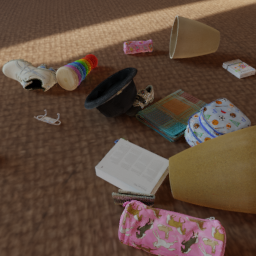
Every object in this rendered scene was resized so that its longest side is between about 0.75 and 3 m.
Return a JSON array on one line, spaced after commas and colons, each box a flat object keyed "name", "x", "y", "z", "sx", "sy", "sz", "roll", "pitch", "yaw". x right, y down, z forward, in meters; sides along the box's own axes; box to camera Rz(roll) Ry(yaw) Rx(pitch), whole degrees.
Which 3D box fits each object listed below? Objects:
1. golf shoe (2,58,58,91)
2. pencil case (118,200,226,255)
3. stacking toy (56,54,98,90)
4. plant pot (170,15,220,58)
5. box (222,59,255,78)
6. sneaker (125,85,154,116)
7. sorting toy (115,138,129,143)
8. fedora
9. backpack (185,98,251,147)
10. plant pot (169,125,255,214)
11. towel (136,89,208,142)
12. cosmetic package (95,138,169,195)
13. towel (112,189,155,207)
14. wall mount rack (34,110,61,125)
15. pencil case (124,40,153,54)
[{"name": "golf shoe", "x": -4.979, "y": -2.508, "z": 13.664, "sx": 2.961, "sy": 1.159, "sz": 1.440, "roll": 9, "pitch": 48, "yaw": 11}, {"name": "pencil case", "x": 1.110, "y": 2.799, "z": 7.513, "sx": 2.808, "sy": 1.162, "sz": 1.215, "roll": 10, "pitch": 42, "yaw": 12}, {"name": "stacking toy", "x": -2.396, "y": -3.001, "z": 14.337, "sx": 1.202, "sy": 1.202, "sz": 2.815, "roll": 16, "pitch": 37, "yaw": 18}, {"name": "plant pot", "x": 3.747, "y": -4.958, "z": 15.631, "sx": 2.449, "sy": 2.293, "sz": 2.293, "roll": 4, "pitch": 41, "yaw": -1}, {"name": "box", "x": 5.948, "y": -3.196, "z": 15.028, "sx": 1.069, "sy": 0.282, "sz": 1.371, "roll": -16, "pitch": 45, "yaw": -18}, {"name": "sneaker", "x": 0.507, "y": -1.284, "z": 12.428, "sx": 0.716, "sy": 0.855, "sz": 1.932, "roll": 24, "pitch": 48, "yaw": 23}, {"name": "sorting toy", "x": -0.128, "y": 0.701, "z": 10.679, "sx": 0.559, "sy": 0.135, "sz": 0.992, "roll": -21, "pitch": 46, "yaw": -22}, {"name": "fedora", "x": -0.504, "y": -1.363, "z": 11.896, "sx": 2.715, "sy": 1.240, "sz": 2.715, "roll": -28, "pitch": 25, "yaw": 15}, {"name": "backpack", "x": 3.237, "y": 0.090, "z": 10.279, "sx": 2.109, "sy": 1.706, "sz": 2.214, "roll": -29, "pitch": 54, "yaw": -14}, {"name": "plant pot", "x": 2.684, "y": 1.344, "z": 8.439, "sx": 2.751, "sy": 2.563, "sz": 2.563, "roll": -8, "pitch": 39, "yaw": 14}, {"name": "towel", "x": 2.084, "y": -0.684, "z": 12.118, "sx": 2.975, "sy": 0.323, "sz": 2.182, "roll": -32, "pitch": 51, "yaw": -31}, {"name": "cosmetic package", "x": 0.189, "y": 1.383, "z": 9.526, "sx": 2.083, "sy": 0.538, "sz": 1.570, "roll": 24, "pitch": 48, "yaw": 23}, {"name": "towel", "x": 0.154, "y": 2.102, "z": 8.299, "sx": 1.242, "sy": 1.196, "sz": 0.215, "roll": 4, "pitch": 63, "yaw": 4}, {"name": "wall mount rack", "x": -3.346, "y": -0.399, "z": 11.584, "sx": 1.072, "sy": 0.400, "sz": 0.931, "roll": 16, "pitch": 30, "yaw": 8}, {"name": "pencil case", "x": 0.619, "y": -4.770, "z": 16.520, "sx": 1.731, "sy": 0.757, "sz": 0.757, "roll": -7, "pitch": 42, "yaw": -9}]
